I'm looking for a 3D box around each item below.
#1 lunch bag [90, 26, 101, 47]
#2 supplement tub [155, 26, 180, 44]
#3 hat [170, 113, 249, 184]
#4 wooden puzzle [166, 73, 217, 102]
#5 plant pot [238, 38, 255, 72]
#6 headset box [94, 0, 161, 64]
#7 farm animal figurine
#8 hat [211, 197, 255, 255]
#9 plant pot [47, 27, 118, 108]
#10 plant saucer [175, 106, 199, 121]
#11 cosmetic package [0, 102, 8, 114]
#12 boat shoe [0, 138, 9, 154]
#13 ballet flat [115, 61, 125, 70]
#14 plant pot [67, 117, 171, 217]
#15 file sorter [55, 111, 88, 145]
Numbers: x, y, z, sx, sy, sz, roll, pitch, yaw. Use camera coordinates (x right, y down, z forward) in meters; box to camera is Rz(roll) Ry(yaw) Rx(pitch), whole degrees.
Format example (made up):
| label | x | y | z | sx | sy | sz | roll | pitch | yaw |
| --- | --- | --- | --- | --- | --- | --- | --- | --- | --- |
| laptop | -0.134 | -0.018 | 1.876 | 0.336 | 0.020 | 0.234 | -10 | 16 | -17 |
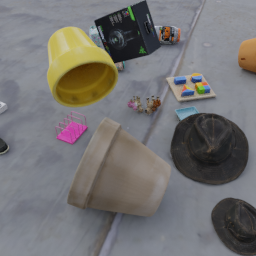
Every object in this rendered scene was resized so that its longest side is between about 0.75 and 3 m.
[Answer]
| label | x | y | z | sx | sy | sz | roll | pitch | yaw |
| --- | --- | --- | --- | --- | --- | --- | --- | --- | --- |
| lunch bag | -1.901 | -5.236 | 16.004 | 0.629 | 0.879 | 1.032 | -13 | 46 | -12 |
| supplement tub | 2.193 | -5.337 | 16.071 | 1.537 | 0.942 | 0.942 | 1 | 42 | 2 |
| hat | 2.760 | 0.355 | 9.198 | 2.855 | 1.152 | 2.855 | -1 | 55 | 2 |
| wooden puzzle | 2.834 | -1.947 | 12.659 | 1.772 | 0.443 | 1.913 | -9 | 42 | -9 |
| plant pot | 6.225 | -3.532 | 13.550 | 1.342 | 1.917 | 1.917 | 13 | 40 | 39 |
| headset box | 0.043 | -3.488 | 10.350 | 2.044 | 1.779 | 0.948 | -1 | 30 | 40 |
| farm animal figurine | 0.642 | -0.867 | 11.366 | 1.355 | 0.682 | 1.094 | -2 | 23 | 2 |
| hat | 3.097 | 2.466 | 7.548 | 1.699 | 0.685 | 1.699 | -1 | 42 | 1 |
| plant pot | -1.656 | -2.093 | 9.094 | 2.151 | 2.151 | 2.024 | -17 | 63 | -18 |
| plant saucer | 2.626 | 0.066 | 10.565 | 0.886 | 0.240 | 2.534 | -11 | 42 | -10 |
| cosmetic package | -5.603 | -0.953 | 11.672 | 1.094 | 0.277 | 0.451 | 20 | 45 | 21 |
| boat shoe | -5.035 | 0.384 | 9.976 | 1.837 | 0.576 | 0.672 | 24 | 46 | 22 |
| ballet flat | -0.658 | -3.846 | 14.528 | 0.855 | 0.865 | 2.543 | -8 | 41 | 3 |
| plant pot | -0.115 | 1.298 | 7.806 | 2.240 | 2.582 | 2.582 | 23 | 44 | 0 |
| file sorter | -2.097 | -0.043 | 10.374 | 0.716 | 0.646 | 1.031 | 18 | 45 | 19 |
